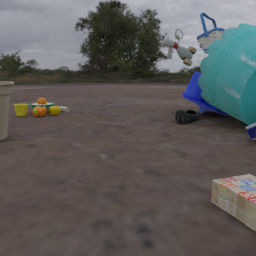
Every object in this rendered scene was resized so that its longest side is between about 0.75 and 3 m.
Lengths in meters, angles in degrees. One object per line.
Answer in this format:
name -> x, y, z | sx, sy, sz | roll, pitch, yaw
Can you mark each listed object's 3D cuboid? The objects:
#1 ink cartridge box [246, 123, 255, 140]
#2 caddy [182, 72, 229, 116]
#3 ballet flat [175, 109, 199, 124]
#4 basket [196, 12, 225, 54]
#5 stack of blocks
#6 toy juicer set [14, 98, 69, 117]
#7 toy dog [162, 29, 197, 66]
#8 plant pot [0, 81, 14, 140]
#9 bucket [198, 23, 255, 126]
ink cartridge box -> 4.054, -0.392, 6.239 | 2.011, 0.408, 2.007 | -19, -10, -21
caddy -> 3.208, -1.234, 11.157 | 1.961, 1.456, 2.774 | 26, 15, 9
ballet flat -> 2.079, -0.480, 9.560 | 0.555, 0.475, 1.671 | 6, 12, 28
basket -> 3.438, -3.851, 11.522 | 1.106, 1.590, 1.402 | -10, -4, 40
stack of blocks -> 1.481, 0.848, 3.104 | 0.585, 0.298, 1.016 | -4, 11, -19
toy juicer set -> -3.258, -0.905, 11.353 | 1.499, 0.641, 2.356 | 4, 11, 23
toy dog -> 1.690, -2.593, 9.405 | 0.839, 1.272, 0.613 | -46, 13, -11
plant pot -> -3.477, -0.397, 6.708 | 1.518, 1.390, 1.518 | 0, 11, 0
bucket -> 3.803, -1.531, 8.525 | 2.889, 2.889, 1.879 | -5, 33, -23
